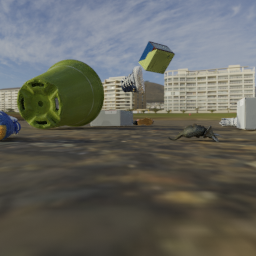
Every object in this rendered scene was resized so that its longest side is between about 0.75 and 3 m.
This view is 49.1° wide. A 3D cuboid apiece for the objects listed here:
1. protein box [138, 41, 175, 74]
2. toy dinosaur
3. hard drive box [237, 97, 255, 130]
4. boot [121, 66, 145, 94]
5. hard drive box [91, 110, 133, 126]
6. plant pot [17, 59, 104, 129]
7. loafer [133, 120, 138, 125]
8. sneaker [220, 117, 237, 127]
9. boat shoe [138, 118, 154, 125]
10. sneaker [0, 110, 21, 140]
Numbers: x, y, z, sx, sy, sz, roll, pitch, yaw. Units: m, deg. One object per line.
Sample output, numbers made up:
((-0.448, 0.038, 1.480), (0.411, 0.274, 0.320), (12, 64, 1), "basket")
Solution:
((1.214, -2.985, 11.959), (1.055, 1.048, 0.712), (2, 42, -36), "protein box")
((1.121, 0.059, 4.843), (0.866, 0.333, 0.443), (3, -5, -6), "toy dinosaur")
((5.043, -0.438, 9.089), (2.650, 1.017, 2.065), (0, 1, 14), "hard drive box")
((0.171, -2.350, 14.397), (1.213, 0.977, 2.685), (-2, -13, 7), "boot")
((-0.735, -0.456, 13.553), (1.511, 0.744, 1.939), (0, 2, 17), "hard drive box")
((-2.632, -1.085, 10.509), (2.845, 2.845, 2.702), (0, 15, 13), "plant pot")
((0.478, -0.319, 16.257), (0.288, 0.279, 0.821), (10, 9, 23), "loafer")
((4.677, -0.257, 12.803), (0.655, 0.428, 1.139), (-1, -3, -6), "sneaker")
((1.048, -0.343, 15.490), (0.417, 0.418, 1.160), (-3, -2, -40), "boat shoe")
((-2.288, -0.075, 5.191), (0.668, 0.571, 1.517), (-2, 3, -38), "sneaker")
